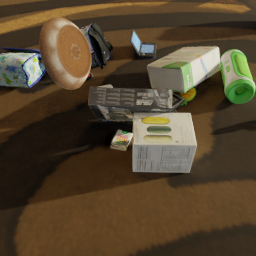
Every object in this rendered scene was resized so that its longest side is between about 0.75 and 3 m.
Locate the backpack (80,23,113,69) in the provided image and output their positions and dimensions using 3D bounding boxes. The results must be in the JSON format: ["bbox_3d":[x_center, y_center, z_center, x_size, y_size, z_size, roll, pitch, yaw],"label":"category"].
[{"bbox_3d":[-1.796,-4.124,13.968,1.557,1.926,2.022,-7,40,17],"label":"backpack"}]

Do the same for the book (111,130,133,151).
[{"bbox_3d":[-0.226,0.454,10.328,0.581,0.209,0.869,14,43,10],"label":"book"}]

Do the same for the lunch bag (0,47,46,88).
[{"bbox_3d":[-5.032,-2.996,13.154,1.990,1.491,2.341,7,35,12],"label":"lunch bag"}]

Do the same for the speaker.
[{"bbox_3d":[4.855,-2.382,12.585,1.291,1.291,2.919,6,43,6],"label":"speaker"}]

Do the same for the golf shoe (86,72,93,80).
[{"bbox_3d":[-2.186,-2.473,13.375,1.023,0.398,0.483,-3,30,-11],"label":"golf shoe"}]

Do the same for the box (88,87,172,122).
[{"bbox_3d":[0.143,-0.766,10.142,2.764,2.180,0.688,3,78,4],"label":"box"}]

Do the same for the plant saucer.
[{"bbox_3d":[-1.809,-2.376,8.874,0.417,2.282,2.282,-3,38,30],"label":"plant saucer"}]

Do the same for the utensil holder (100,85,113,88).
[{"bbox_3d":[-1.062,-1.486,12.059,0.794,0.675,0.675,-14,45,-19],"label":"utensil holder"}]

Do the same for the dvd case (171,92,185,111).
[{"bbox_3d":[1.561,-1.060,11.848,1.392,0.172,1.046,-36,51,-24],"label":"dvd case"}]

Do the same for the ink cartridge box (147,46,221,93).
[{"bbox_3d":[2.536,-2.702,12.554,2.728,1.194,1.982,-34,32,-31],"label":"ink cartridge box"}]

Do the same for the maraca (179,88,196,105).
[{"bbox_3d":[2.500,-1.392,12.082,0.687,0.536,1.002,33,77,39],"label":"maraca"}]

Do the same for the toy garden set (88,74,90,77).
[{"bbox_3d":[-2.031,-2.221,11.272,1.013,0.202,0.844,-19,88,-28],"label":"toy garden set"}]

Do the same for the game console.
[{"bbox_3d":[0.853,-4.603,15.197,1.375,0.953,1.611,4,44,5],"label":"game console"}]

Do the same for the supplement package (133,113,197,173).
[{"bbox_3d":[1.111,0.483,9.301,1.914,1.442,1.452,1,46,1],"label":"supplement package"}]

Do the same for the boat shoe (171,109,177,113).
[{"bbox_3d":[1.647,-0.483,11.234,0.300,0.240,0.794,37,61,24],"label":"boat shoe"}]
